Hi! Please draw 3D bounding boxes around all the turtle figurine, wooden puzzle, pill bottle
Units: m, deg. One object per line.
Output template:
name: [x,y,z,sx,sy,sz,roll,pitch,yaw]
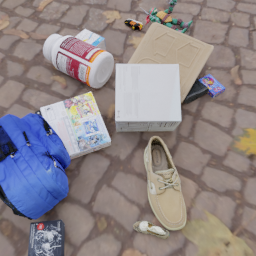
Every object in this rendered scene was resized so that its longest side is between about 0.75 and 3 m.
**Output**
turtle figurine: [1.764,-5.169,13.039,2.312,1.164,1.731,34,77,3]
wooden puzzle: [1.536,-2.576,11.254,2.905,0.672,2.690,29,86,22]
pill bottle: [-2.025,-2.779,11.279,2.663,1.504,1.504,29,62,18]

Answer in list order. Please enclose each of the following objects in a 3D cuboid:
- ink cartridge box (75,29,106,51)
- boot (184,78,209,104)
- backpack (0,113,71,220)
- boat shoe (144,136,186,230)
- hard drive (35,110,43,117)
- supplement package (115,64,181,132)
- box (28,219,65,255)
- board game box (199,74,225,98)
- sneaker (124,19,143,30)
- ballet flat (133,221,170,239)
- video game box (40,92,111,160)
ink cartridge box: [-1.657,-3.587,12.199,1.121,0.823,0.819,31,63,18]
boot: [2.281,-1.773,11.220,1.254,0.499,1.521,-25,63,-25]
backpack: [-2.879,1.096,8.248,2.295,2.223,2.735,-35,65,-9]
boat shoe: [1.117,1.639,8.759,1.063,0.957,2.945,-8,58,-5]
hard drive: [-2.811,-0.440,10.536,1.192,0.225,0.833,-21,60,-12]
supplement package: [0.640,-0.999,9.800,2.127,1.564,2.034,0,76,0]
box: [-2.310,3.213,8.010,0.910,0.520,0.999,-5,58,-5]
board game box: [3.371,-1.714,11.362,0.633,0.211,0.942,-29,62,-17]
sneaker: [0.231,-4.900,13.341,0.936,0.327,0.421,17,56,8]
ballet flat: [0.694,2.956,8.240,1.106,0.416,0.375,15,58,10]
video game box: [-1.860,-0.058,9.956,1.954,0.502,2.145,-20,68,-8]
